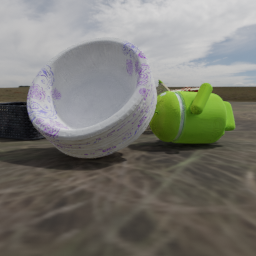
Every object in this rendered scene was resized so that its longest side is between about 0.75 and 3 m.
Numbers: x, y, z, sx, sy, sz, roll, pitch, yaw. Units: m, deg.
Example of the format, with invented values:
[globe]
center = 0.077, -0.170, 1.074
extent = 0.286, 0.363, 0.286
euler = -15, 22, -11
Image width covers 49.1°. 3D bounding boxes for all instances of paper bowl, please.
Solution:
[paper bowl]
center = -0.552, -0.477, 4.968
extent = 2.156, 2.156, 1.121
euler = 3, -31, 21

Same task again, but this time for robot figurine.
[robot figurine]
center = 1.262, -0.213, 5.836
extent = 1.847, 1.068, 1.620
euler = 1, -18, -15

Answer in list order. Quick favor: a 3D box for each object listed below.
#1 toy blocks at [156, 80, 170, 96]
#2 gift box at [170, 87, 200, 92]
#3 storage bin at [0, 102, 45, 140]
[toy blocks]
center = 0.996, -0.568, 7.935
extent = 0.940, 1.376, 0.687
euler = -45, -15, 18
[gift box]
center = 2.056, -0.651, 9.104
extent = 1.437, 1.326, 1.342
euler = 1, 11, 16
[storage bin]
center = -2.691, -0.230, 7.214
extent = 1.767, 0.828, 1.194
euler = 4, 10, 26
